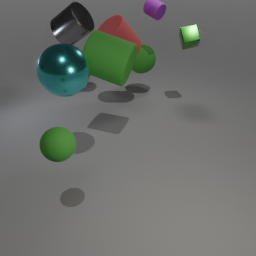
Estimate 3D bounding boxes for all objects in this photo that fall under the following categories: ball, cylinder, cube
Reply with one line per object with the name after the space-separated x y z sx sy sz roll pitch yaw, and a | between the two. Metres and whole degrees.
-1.710 -1.534 7.478 1.400 1.400 1.400 0 29 0 | ball
1.119 -4.986 11.711 0.700 0.700 0.700 40 45 22 | cylinder
-1.388 0.324 5.552 0.700 0.700 0.700 0 29 0 | ball
-0.590 -2.223 8.984 1.400 1.400 1.400 21 32 5 | cylinder
-2.453 -4.556 12.384 1.400 1.400 1.400 -24 16 31 | cylinder
2.569 -3.797 11.718 0.700 0.700 0.700 -12 -7 5 | cube
-0.388 -3.617 11.522 1.400 1.400 1.400 -21 49 27 | cylinder
0.664 -3.387 13.763 1.400 1.400 1.400 0 29 0 | ball
